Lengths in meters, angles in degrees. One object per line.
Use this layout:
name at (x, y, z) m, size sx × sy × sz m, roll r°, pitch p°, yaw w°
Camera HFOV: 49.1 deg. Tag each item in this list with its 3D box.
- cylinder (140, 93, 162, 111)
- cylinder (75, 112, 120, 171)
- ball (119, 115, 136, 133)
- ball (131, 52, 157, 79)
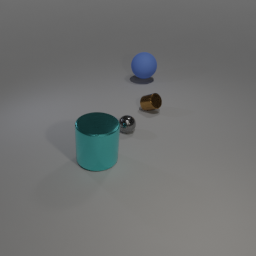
cylinder at (1.006, -1.134, 12.296) m, size 0.700 × 0.700 × 0.700 m, roll -28°, pitch 13°, yaw -38°
cylinder at (-0.987, 0.420, 9.049) m, size 1.400 × 1.400 × 1.400 m, roll 3°, pitch 33°, yaw -2°
ball at (-0.038, -0.150, 10.847) m, size 0.700 × 0.700 × 0.700 m, roll 0°, pitch 30°, yaw 0°
ball at (0.867, -3.381, 15.157) m, size 1.400 × 1.400 × 1.400 m, roll 0°, pitch 30°, yaw 0°
